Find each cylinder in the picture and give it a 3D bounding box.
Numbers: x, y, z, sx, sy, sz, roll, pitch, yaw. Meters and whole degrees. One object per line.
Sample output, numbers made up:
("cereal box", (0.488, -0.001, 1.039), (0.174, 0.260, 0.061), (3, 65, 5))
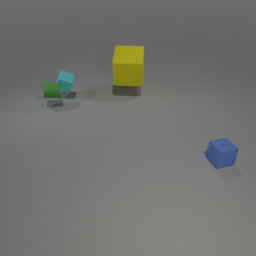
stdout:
("cylinder", (-3.479, -1.716, 12.754), (0.700, 0.700, 0.700), (-2, 30, -19))

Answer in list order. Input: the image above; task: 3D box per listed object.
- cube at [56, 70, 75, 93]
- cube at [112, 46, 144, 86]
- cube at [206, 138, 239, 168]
("cube", (-3.056, -2.239, 13.558), (0.700, 0.700, 0.700), (18, 45, -21))
("cube", (0.044, -3.016, 13.640), (1.400, 1.400, 1.400), (2, 50, 4))
("cube", (3.204, 0.845, 9.544), (0.700, 0.700, 0.700), (-9, 33, -17))
